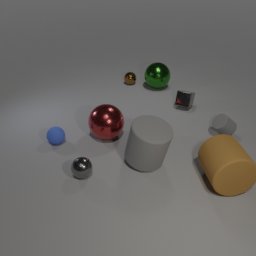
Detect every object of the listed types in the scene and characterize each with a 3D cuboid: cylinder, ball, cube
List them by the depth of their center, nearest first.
[{"bbox_3d":[3.063,1.132,8.711,1.400,1.400,1.400,-3,31,-5],"label":"cylinder"},{"bbox_3d":[-1.507,1.288,9.129,0.700,0.700,0.700,0,32,0],"label":"ball"},{"bbox_3d":[0.674,0.518,9.470,1.400,1.400,1.400,8,40,-7],"label":"cylinder"},{"bbox_3d":[-2.773,0.289,10.776,0.700,0.700,0.700,0,32,0],"label":"ball"},{"bbox_3d":[-0.847,-0.239,10.932,1.400,1.400,1.400,0,32,0],"label":"ball"},{"bbox_3d":[3.839,-0.116,11.166,0.700,0.700,0.700,31,18,-30],"label":"cylinder"},{"bbox_3d":[2.697,-1.381,13.244,0.700,0.700,0.700,16,15,25],"label":"cube"},{"bbox_3d":[1.579,-2.816,15.060,1.400,1.400,1.400,0,32,0],"label":"ball"},{"bbox_3d":[0.126,-2.786,15.694,0.700,0.700,0.700,0,32,0],"label":"ball"}]
